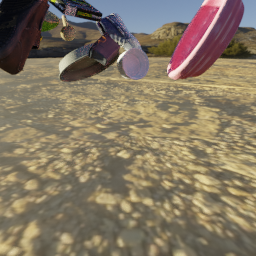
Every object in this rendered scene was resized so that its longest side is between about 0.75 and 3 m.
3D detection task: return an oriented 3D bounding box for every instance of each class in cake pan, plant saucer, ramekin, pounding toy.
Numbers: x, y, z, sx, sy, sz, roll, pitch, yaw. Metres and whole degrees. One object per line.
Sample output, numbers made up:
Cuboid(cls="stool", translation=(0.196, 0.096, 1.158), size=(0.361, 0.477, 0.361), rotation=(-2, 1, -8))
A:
Cuboid(cls="cake pan", translation=(-1.414, -2.343, 9.948), size=(2.330, 0.427, 2.330), rotation=(-23, -4, -2))
Cuboid(cls="plant saucer", translation=(1.966, -2.331, 7.050), size=(0.677, 2.671, 2.671), rotation=(28, 15, -9))
Cuboid(cls="ramekin", translation=(0.167, -2.418, 10.707), size=(1.190, 1.190, 0.580), rotation=(-10, 10, -29))
Cuboid(cls="pounding toy", translation=(-3.206, -3.581, 9.874), size=(2.369, 1.099, 1.828), rotation=(9, 32, -36))

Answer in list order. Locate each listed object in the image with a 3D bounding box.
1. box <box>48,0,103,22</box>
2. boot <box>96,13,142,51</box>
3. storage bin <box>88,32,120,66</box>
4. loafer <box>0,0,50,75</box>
Cuboid(cls="box", translation=(-1.872, -4.158, 9.453), size=(1.557, 0.370, 1.503), rotation=(-10, 44, -47))
Cuboid(cls="boot", translation=(-0.373, -3.541, 11.228), size=(0.975, 2.158, 0.785), rotation=(-32, -5, -29))
Cuboid(cls="storage bin", translation=(-0.634, -2.248, 7.998), size=(0.573, 0.621, 0.854), rotation=(37, 64, 2))
Cuboid(cls="loafer", translation=(-2.322, -2.113, 6.025), size=(0.915, 0.890, 2.506), rotation=(4, 54, 13))
